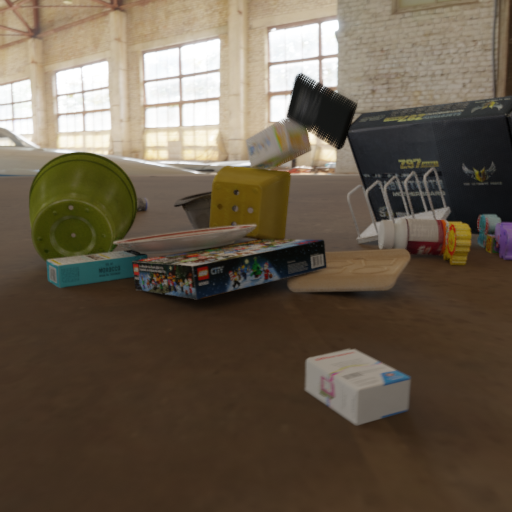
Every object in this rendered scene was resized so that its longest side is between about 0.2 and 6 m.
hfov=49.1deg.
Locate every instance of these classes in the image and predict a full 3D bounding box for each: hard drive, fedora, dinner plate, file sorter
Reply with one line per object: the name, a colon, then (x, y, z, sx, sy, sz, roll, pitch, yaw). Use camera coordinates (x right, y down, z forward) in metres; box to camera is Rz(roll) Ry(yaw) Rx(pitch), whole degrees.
hard drive: (0.970, -2.196, 8.526, 1.080, 0.754, 0.178, 38, 48, 24)
fedora: (-1.126, -1.172, 14.420, 1.838, 0.939, 2.079, -18, 11, -33)
dinner plate: (-1.168, -0.269, 9.387, 2.389, 0.290, 2.389, -5, 5, 0)
file sorter: (3.154, -1.144, 12.468, 1.857, 1.156, 1.289, -11, 14, 31)

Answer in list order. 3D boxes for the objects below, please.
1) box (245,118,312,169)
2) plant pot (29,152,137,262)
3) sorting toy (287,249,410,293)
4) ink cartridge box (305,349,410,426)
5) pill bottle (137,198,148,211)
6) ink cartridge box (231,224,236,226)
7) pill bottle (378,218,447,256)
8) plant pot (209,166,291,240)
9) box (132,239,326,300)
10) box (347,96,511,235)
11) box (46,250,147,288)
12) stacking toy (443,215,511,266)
box: (0.482, -2.424, 12.225, 0.734, 0.661, 1.304, -4, -9, -40)
plant pot: (-3.223, -0.665, 10.191, 2.056, 2.056, 1.979, -2, 23, -10)
sorting toy: (1.488, 0.267, 8.725, 1.607, 0.317, 1.736, -3, 13, 23)
ink cartridge box: (0.821, 1.064, 4.656, 0.534, 0.313, 0.739, -5, 13, -27)
pill bottle: (-4.158, -1.754, 19.243, 0.809, 0.460, 0.460, -7, 13, -35)
ink cartridge box: (-0.873, -0.718, 14.556, 0.743, 0.177, 0.752, 11, 18, 43)
pill bottle: (3.094, -0.379, 10.994, 1.286, 0.705, 0.705, 2, 11, 2)
plant pot: (-0.236, -1.085, 12.178, 1.595, 1.595, 1.407, 8, 12, 15)
box: (-0.384, 0.133, 8.498, 2.452, 0.462, 1.675, -11, 9, -39)
box: (4.269, -1.956, 12.947, 3.833, 3.023, 0.978, 6, 42, 41)
box: (-2.570, 0.193, 9.131, 1.488, 0.366, 0.612, -8, 13, -36)
stacking toy: (4.934, -0.475, 11.507, 2.665, 0.830, 3.534, 1, 10, 4)
